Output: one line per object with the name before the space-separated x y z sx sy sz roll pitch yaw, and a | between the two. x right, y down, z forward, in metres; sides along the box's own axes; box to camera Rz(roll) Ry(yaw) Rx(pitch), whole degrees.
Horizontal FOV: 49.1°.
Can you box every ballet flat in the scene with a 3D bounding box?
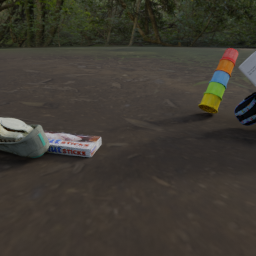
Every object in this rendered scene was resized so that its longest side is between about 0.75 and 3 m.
ballet flat | -2.992 0.079 6.390 2.590 0.825 0.873 7 40 18

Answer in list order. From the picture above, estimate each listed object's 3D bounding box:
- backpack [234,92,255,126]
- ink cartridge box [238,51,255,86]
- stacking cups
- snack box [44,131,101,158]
backpack | 3.585 -0.529 8.157 0.876 0.800 0.589 -37 4 25
ink cartridge box | 4.423 -1.157 7.783 1.710 0.987 2.350 -9 59 -52
stacking cups | 3.138 -1.646 9.495 0.690 2.281 0.690 24 -6 3
snack box | -1.726 0.350 6.816 2.040 0.248 0.733 5 24 14
